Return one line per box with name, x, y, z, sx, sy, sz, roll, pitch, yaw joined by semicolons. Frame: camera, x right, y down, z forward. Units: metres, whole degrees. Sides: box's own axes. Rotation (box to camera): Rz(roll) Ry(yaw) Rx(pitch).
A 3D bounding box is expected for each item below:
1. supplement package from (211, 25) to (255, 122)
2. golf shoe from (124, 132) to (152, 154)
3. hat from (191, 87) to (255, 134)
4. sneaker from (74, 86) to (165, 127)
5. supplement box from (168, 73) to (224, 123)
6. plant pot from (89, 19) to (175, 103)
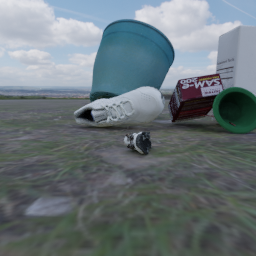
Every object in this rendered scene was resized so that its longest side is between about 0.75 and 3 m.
supplement package;3.782;-1.509;8.663;1.717;2.832;1.696;3;7;-3
golf shoe;0.142;0.262;4.839;0.474;0.390;1.004;-4;-3;9
hat;2.763;-0.412;7.760;1.447;1.198;1.273;39;-6;9
sneaker;-0.286;-0.432;7.876;2.818;1.050;1.227;-12;7;34
supplement box;1.970;-0.828;8.521;1.197;0.669;2.199;-10;-14;-2
plant pot;-0.060;-1.901;10.313;2.922;2.745;2.922;18;-23;8
